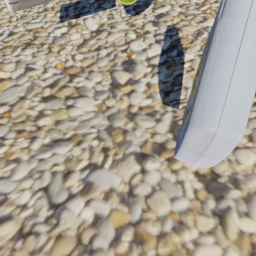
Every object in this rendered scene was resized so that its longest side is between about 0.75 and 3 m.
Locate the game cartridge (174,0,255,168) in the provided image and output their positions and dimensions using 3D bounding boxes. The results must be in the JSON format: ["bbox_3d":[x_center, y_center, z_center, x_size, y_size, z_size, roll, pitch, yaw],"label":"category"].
[{"bbox_3d":[1.102,-0.424,3.772,0.574,2.837,1.892,12,84,9],"label":"game cartridge"}]

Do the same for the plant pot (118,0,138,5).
[{"bbox_3d":[0.319,-4.540,8.623,1.204,1.204,1.287,31,43,25],"label":"plant pot"}]

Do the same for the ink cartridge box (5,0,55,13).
[{"bbox_3d":[-2.214,-3.664,6.599,1.667,0.962,2.297,-25,16,-15],"label":"ink cartridge box"}]
